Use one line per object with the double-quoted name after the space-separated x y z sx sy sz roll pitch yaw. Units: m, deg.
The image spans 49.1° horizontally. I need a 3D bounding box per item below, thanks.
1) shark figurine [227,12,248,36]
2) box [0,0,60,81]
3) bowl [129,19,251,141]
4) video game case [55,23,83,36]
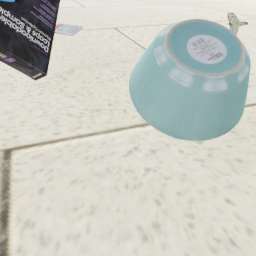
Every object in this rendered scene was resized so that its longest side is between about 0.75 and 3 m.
2.787 -2.653 7.702 0.690 1.154 0.482 -7 47 -16 "shark figurine"
-1.751 -1.975 4.289 0.375 1.486 2.079 -10 66 34 "box"
0.926 -0.810 3.908 1.790 0.937 1.790 2 60 -3 "bowl"
-2.050 -3.235 9.190 0.941 0.082 0.673 14 44 18 "video game case"
